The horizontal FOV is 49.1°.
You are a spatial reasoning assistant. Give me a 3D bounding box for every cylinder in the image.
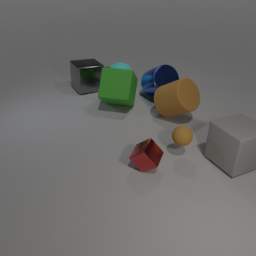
[{"bbox_3d":[2.050,-1.252,11.777,1.400,1.400,1.400,-27,9,-38],"label":"cylinder"},{"bbox_3d":[1.537,-2.266,13.611,1.400,1.400,1.400,-13,7,-21],"label":"cylinder"}]

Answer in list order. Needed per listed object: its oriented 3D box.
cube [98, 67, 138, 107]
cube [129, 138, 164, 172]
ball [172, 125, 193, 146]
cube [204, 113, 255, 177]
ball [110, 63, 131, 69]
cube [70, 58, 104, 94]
[{"bbox_3d":[-0.430,-1.838,12.793,1.400,1.400,1.400,7,-6,12],"label":"cube"},{"bbox_3d":[0.598,0.877,9.000,0.700,0.700,0.700,-28,21,41],"label":"cube"},{"bbox_3d":[1.836,0.261,9.451,0.700,0.700,0.700,0,30,0],"label":"ball"},{"bbox_3d":[3.582,0.522,9.212,1.400,1.400,1.400,-13,32,-23],"label":"cube"},{"bbox_3d":[-0.411,-2.768,14.919,1.400,1.400,1.400,0,30,0],"label":"ball"},{"bbox_3d":[-2.163,-2.761,14.808,1.400,1.400,1.400,-12,33,-26],"label":"cube"}]
